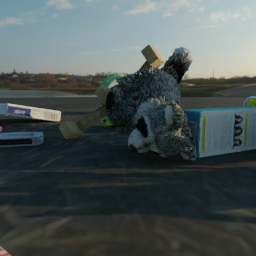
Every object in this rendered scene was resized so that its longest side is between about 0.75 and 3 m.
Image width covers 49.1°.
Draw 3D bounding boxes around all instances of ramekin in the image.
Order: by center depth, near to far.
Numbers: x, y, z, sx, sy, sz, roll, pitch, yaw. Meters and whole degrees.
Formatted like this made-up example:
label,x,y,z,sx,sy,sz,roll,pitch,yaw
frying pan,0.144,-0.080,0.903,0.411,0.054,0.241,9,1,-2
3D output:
label,x,y,z,sx,sy,sz,roll,pitch,yaw
ramekin,-0.449,-1.801,14.734,2.081,2.081,1.017,-3,15,-18

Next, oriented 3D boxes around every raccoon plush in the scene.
label,x,y,z,sx,sy,sz,roll,pitch,yaw
raccoon plush,0.837,-0.701,5.250,1.406,2.905,1.946,41,-16,-34

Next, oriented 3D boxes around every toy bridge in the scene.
label,x,y,z,sx,sy,sz,roll,pitch,yaw
toy bridge,-0.367,-0.704,6.535,2.937,0.400,0.987,-39,-14,20

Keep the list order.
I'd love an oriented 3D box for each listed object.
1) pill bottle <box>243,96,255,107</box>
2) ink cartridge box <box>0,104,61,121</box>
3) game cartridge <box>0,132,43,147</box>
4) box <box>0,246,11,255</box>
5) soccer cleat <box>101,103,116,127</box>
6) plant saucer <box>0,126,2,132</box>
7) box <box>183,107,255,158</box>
label,x,y,z,sx,sy,sz,roll,pitch,yaw
pill bottle,5.962,-0.933,12.306,0.906,0.906,1.737,-2,8,-13
ink cartridge box,-3.993,-0.607,10.556,2.112,0.429,2.108,8,1,44
game cartridge,-2.508,0.247,6.228,1.203,0.250,0.801,-2,4,-15
box,-1.530,0.877,0.412,1.815,0.529,2.650,7,10,42
soccer cleat,0.072,-0.376,8.894,1.136,0.946,2.803,17,-4,-39
plant saucer,-3.653,0.134,6.799,1.106,0.280,1.106,-1,8,0
box,2.010,0.024,5.508,2.046,0.842,0.503,-4,9,-29
